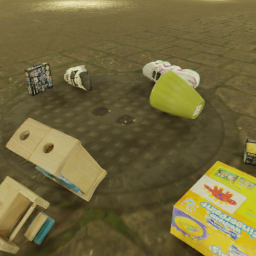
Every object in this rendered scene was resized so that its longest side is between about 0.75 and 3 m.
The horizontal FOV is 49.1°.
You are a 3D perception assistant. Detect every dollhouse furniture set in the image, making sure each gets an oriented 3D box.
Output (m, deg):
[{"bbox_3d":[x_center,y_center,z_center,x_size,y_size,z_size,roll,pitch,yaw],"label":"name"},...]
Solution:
[{"bbox_3d":[-2.282,1.504,7.075,1.866,1.877,2.663,21,67,31],"label":"dollhouse furniture set"}]

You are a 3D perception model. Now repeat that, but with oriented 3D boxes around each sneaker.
[{"bbox_3d":[1.742,-2.293,13.197,2.895,1.125,2.025,15,34,23],"label":"sneaker"},{"bbox_3d":[-2.441,-2.348,13.520,1.170,0.979,2.643,-10,24,-16],"label":"sneaker"}]

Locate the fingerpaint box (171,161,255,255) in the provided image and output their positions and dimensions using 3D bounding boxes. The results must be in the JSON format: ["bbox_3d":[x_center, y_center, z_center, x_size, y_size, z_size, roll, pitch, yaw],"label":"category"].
[{"bbox_3d":[2.662,2.131,6.326,2.620,0.961,2.186,24,39,34],"label":"fingerpaint box"}]

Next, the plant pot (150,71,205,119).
[{"bbox_3d":[2.030,-1.120,10.912,1.728,1.617,1.617,35,45,26],"label":"plant pot"}]

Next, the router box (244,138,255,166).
[{"bbox_3d":[4.433,0.857,8.924,1.324,0.346,1.041,11,34,17],"label":"router box"}]

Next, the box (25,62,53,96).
[{"bbox_3d":[-4.124,-2.286,13.070,0.313,1.259,1.249,20,38,28],"label":"box"}]
